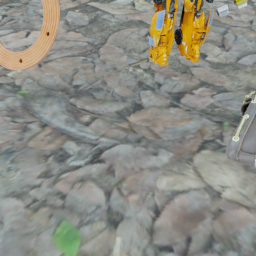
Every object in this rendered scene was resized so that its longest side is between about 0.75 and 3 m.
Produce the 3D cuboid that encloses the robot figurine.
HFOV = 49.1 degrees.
[{"bbox_3d":[1.331,-2.897,6.681,1.974,2.723,0.793,-11,41,-19],"label":"robot figurine"}]

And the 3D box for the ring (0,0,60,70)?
[{"bbox_3d":[-2.671,-2.700,6.984,2.520,2.520,0.242,24,12,22],"label":"ring"}]

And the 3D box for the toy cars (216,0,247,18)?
[{"bbox_3d":[3.157,-3.641,8.475,0.673,0.333,1.502,-19,4,-17],"label":"toy cars"}]

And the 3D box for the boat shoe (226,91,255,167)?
[{"bbox_3d":[2.150,-0.246,4.460,0.697,0.841,2.341,12,44,26],"label":"boat shoe"}]
